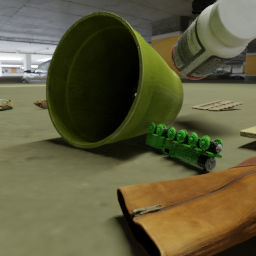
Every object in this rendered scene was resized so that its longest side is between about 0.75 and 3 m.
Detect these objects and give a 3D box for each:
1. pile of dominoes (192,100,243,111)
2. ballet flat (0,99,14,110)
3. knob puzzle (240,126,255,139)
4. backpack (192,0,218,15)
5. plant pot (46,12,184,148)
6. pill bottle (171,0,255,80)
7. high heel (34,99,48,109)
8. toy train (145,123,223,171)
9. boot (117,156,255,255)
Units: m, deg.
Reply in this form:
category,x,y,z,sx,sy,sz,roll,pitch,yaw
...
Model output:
category,x,y,z,sx,sy,sz,roll,pitch,yaw
pile of dominoes,4.068,-0.916,12.693,1.868,0.297,1.456,-15,17,-26
ballet flat,-5.524,-0.974,11.959,0.524,0.485,1.487,5,12,18
knob puzzle,4.009,0.254,5.973,2.622,0.364,2.622,0,10,0
backpack,2.981,-4.605,10.349,1.007,0.764,1.206,9,23,31
plant pot,-0.017,-0.917,6.879,2.822,2.822,2.717,9,2,38
pill bottle,2.599,-2.690,8.575,1.645,1.645,2.888,-3,-8,-15
high heel,-3.463,-1.067,12.442,1.261,0.450,0.899,3,1,-35
toy train,0.946,0.302,5.217,0.416,0.562,1.993,9,5,-28
boot,1.359,0.699,2.458,2.506,0.858,2.359,-5,12,-21
